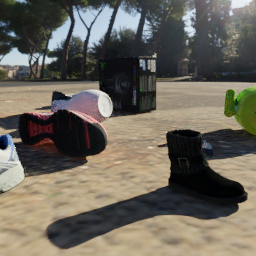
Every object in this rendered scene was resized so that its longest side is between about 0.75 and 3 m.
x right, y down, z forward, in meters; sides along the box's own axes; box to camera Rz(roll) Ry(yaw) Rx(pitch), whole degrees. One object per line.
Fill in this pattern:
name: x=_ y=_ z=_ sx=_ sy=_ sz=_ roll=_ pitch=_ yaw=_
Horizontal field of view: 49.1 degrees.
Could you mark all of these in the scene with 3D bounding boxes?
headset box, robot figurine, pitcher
headset box: x=-0.129 y=-2.130 z=13.570 sx=2.891 sy=2.517 sz=1.341 roll=11 pitch=16 yaw=43
robot figurine: x=4.037 y=-0.531 z=8.525 sx=2.175 sy=1.434 sz=2.479 roll=9 pitch=12 yaw=10
pitcher: x=-1.484 y=-0.683 z=10.257 sx=2.049 sy=1.242 sz=1.758 roll=-5 pitch=-3 yaw=33

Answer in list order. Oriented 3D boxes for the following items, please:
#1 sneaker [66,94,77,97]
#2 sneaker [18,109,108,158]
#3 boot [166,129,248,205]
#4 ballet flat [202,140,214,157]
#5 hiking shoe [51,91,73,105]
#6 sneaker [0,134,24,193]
sneaker: x=-3.119 y=-1.523 z=15.168 sx=1.111 sy=0.682 sz=1.708 roll=-10 pitch=3 yaw=-6
sneaker: x=-1.470 y=-0.031 z=7.031 sx=2.922 sy=1.077 sz=1.267 roll=8 pitch=13 yaw=36
boot: x=1.167 y=0.562 z=4.317 sx=1.338 sy=1.000 sz=0.503 roll=8 pitch=14 yaw=34
ballet flat: x=1.817 y=0.450 z=6.656 sx=0.296 sy=0.296 sz=0.810 roll=-1 pitch=12 yaw=-3
hiking shoe: x=-2.765 y=-1.002 z=12.539 sx=1.308 sy=0.984 sz=2.598 roll=6 pitch=18 yaw=-17
sneaker: x=-2.354 y=0.639 z=4.024 sx=0.883 sy=0.976 sz=2.292 roll=1 pitch=12 yaw=5
